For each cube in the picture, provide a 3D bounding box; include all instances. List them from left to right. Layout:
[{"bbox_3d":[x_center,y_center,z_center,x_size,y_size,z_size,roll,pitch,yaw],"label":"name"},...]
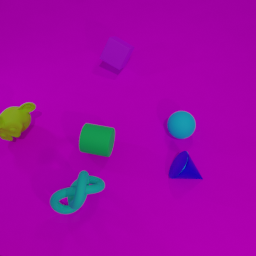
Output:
[{"bbox_3d":[-0.379,-2.686,10.001,0.835,0.835,0.835,30,23,1],"label":"cube"}]

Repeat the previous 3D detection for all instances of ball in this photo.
[{"bbox_3d":[1.611,-0.094,8.459,0.840,0.840,0.840,0,55,0],"label":"ball"}]

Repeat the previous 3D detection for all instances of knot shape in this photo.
[{"bbox_3d":[-1.328,1.680,7.077,1.343,1.435,0.663,-39,82,6],"label":"knot shape"}]

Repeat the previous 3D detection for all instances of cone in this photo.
[{"bbox_3d":[1.753,1.228,7.821,0.877,0.874,0.874,31,57,-11],"label":"cone"}]

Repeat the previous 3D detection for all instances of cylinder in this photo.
[{"bbox_3d":[-0.886,0.348,8.160,0.857,0.857,0.857,10,56,7],"label":"cylinder"}]

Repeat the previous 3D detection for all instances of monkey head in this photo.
[{"bbox_3d":[-3.522,-0.277,8.247,1.648,1.185,0.993,-23,41,28],"label":"monkey head"}]
